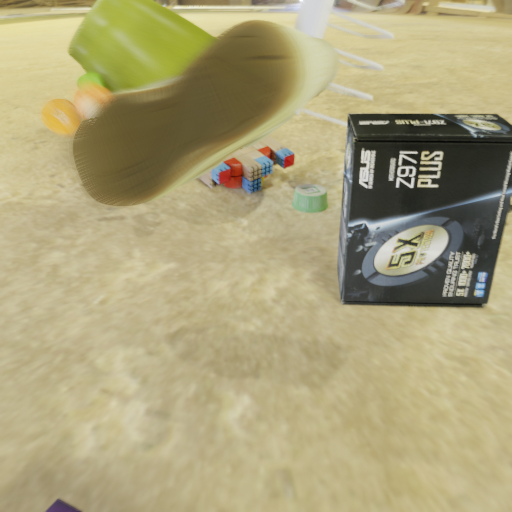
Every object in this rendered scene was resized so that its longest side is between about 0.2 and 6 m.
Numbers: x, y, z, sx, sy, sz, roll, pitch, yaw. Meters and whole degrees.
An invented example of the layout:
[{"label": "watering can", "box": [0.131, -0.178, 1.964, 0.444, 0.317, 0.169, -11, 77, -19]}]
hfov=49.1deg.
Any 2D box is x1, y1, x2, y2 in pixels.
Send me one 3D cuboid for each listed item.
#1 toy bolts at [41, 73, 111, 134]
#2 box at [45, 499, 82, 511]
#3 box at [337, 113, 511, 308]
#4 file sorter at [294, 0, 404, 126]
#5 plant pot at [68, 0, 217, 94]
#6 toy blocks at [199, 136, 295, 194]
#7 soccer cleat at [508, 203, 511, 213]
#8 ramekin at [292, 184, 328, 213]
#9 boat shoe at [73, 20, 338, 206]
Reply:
[{"label": "toy bolts", "box": [-2.792, -2.072, 9.354, 1.348, 1.411, 0.979, -24, 42, 8]}, {"label": "box", "box": [-1.155, 2.933, 4.063, 2.030, 0.800, 1.432, 15, 35, 24]}, {"label": "box", "box": [2.426, -0.663, 8.405, 2.243, 2.739, 1.180, 2, 29, 3]}, {"label": "file sorter", "box": [1.565, -3.949, 11.009, 1.601, 2.571, 1.784, 12, 16, -15]}, {"label": "plant pot", "box": [-1.948, -3.456, 9.949, 2.276, 2.364, 2.364, 37, 24, -17]}, {"label": "toy blocks", "box": [-0.293, -2.112, 12.806, 2.459, 1.229, 1.681, -24, 47, -26]}, {"label": "soccer cleat", "box": [3.754, -0.735, 10.779, 2.594, 0.839, 1.085, -19, 6, -23]}, {"label": "ramekin", "box": [1.146, -1.227, 11.825, 0.763, 0.373, 0.763, 0, 29, 0]}, {"label": "boat shoe", "box": [-0.584, -1.162, 4.946, 2.753, 1.004, 0.866, -21, 1, 38]}]
